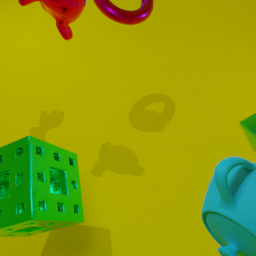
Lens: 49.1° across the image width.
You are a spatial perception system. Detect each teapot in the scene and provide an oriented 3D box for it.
[{"bbox_3d":[1.287,1.015,2.867,0.921,1.880,1.169,-40,27,-22],"label":"teapot"}]

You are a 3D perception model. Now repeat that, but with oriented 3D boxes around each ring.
[{"bbox_3d":[-0.119,-3.158,6.650,1.598,0.320,1.598,8,69,-20],"label":"ring"}]

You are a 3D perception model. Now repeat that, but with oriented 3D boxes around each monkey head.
[{"bbox_3d":[-1.366,-2.446,5.237,0.962,1.596,1.148,36,47,16],"label":"monkey head"}]

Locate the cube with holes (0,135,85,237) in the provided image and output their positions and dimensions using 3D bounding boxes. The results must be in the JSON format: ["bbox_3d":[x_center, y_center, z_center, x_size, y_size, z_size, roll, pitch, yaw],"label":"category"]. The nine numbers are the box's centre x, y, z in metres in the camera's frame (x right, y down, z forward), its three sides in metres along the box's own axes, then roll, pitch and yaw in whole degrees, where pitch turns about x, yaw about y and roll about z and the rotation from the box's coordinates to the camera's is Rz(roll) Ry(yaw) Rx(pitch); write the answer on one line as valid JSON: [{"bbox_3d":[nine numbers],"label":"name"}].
[{"bbox_3d":[-1.635,1.037,4.620,1.230,1.230,1.230,-20,64,19],"label":"cube with holes"}]

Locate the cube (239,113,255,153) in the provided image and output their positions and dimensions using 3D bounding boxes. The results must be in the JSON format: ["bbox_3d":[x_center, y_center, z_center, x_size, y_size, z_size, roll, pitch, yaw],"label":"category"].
[{"bbox_3d":[2.715,0.118,5.273,0.748,0.748,0.748,-31,20,9],"label":"cube"}]
